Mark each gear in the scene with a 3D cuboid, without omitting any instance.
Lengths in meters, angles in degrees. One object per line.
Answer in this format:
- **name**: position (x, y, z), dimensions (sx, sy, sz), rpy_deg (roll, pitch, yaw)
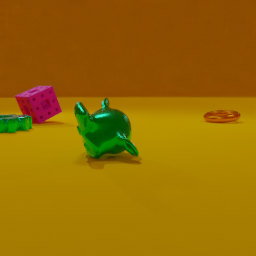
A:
- **gear**: position (-3.659, -0.129, 7.617), dimensions (1.947, 0.360, 1.947), rpy_deg (0, 7, 0)

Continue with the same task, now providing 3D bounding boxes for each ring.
- **ring**: position (3.302, -0.413, 9.868), dimensions (1.246, 0.249, 1.246), rpy_deg (-6, 13, 1)

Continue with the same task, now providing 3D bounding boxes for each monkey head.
- **monkey head**: position (-0.365, -0.056, 4.288), dimensions (0.816, 0.974, 1.354), rpy_deg (-22, 47, -9)

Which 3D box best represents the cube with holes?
- **cube with holes**: position (-3.040, -0.810, 9.544), dimensions (0.951, 0.951, 0.951), rpy_deg (8, 33, 43)
